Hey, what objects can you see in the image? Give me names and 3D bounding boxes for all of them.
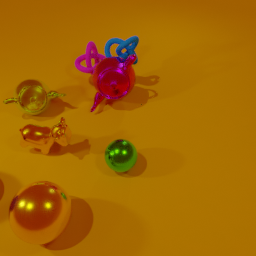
[{"bbox_3d":[-1.162,-2.062,8.782,1.064,1.138,0.526,-37,18,-33],"label":"knot shape"},{"bbox_3d":[-0.445,-1.301,7.997,1.270,2.043,1.000,35,22,-19],"label":"teapot"},{"bbox_3d":[-0.169,0.664,6.773,0.808,0.808,0.808,0,50,0],"label":"ball"},{"bbox_3d":[-1.751,1.687,5.656,1.232,1.232,1.232,0,50,0],"label":"ball"},{"bbox_3d":[-0.191,-2.275,8.218,1.003,1.072,0.495,0,58,-5],"label":"knot shape"},{"bbox_3d":[-2.615,-0.852,7.886,1.697,1.055,0.831,-11,18,-18],"label":"teapot"},{"bbox_3d":[-2.050,0.155,6.923,1.245,1.225,0.684,17,53,-13],"label":"cow figurine"}]
